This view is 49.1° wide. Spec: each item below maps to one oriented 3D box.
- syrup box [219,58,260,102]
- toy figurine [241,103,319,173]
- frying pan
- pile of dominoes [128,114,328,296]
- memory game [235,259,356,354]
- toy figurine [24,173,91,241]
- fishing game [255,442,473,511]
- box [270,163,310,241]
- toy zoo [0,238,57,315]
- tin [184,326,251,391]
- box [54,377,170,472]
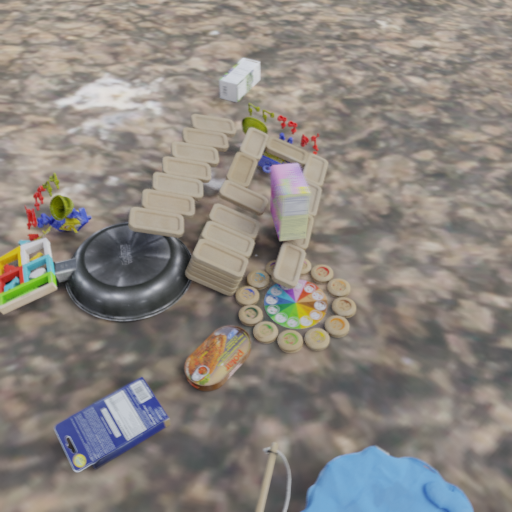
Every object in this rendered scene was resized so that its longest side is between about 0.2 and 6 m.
[{"bbox_3d":[-0.420,-4.639,14.740,0.549,0.531,1.349,19,49,17],"label":"syrup box"},{"bbox_3d":[0.325,-2.356,12.254,1.871,0.987,1.121,26,65,4],"label":"toy figurine"},{"bbox_3d":[-3.060,0.050,10.292,3.854,0.627,2.332,9,47,4],"label":"frying pan"},{"bbox_3d":[-0.415,-1.112,11.036,3.185,0.651,4.086,24,47,-5],"label":"pile of dominoes"},{"bbox_3d":[0.700,0.805,9.812,2.120,0.135,2.120,0,46,0],"label":"memory game"},{"bbox_3d":[-3.579,-0.855,10.644,1.032,1.722,0.908,-2,70,-43],"label":"toy figurine"},{"bbox_3d":[1.620,3.604,6.905,3.525,0.548,2.524,14,48,3],"label":"fishing game"},{"bbox_3d":[0.595,-0.978,10.232,0.514,1.064,0.936,-6,44,-8],"label":"box"},{"bbox_3d":[-4.070,0.249,9.860,0.993,0.155,1.514,-25,47,-4],"label":"toy zoo"},{"bbox_3d":[-0.594,1.634,8.956,0.700,0.262,1.250,27,52,29],"label":"tin"},{"bbox_3d":[-2.095,2.463,8.154,1.442,0.234,0.873,-26,51,-24],"label":"box"}]
